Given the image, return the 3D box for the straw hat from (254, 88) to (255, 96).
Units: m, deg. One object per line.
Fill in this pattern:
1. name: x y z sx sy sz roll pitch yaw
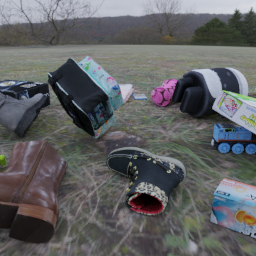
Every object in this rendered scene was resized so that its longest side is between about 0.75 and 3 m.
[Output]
1. straw hat: 6.321 -1.696 12.514 1.172 2.769 2.769 -42 21 7

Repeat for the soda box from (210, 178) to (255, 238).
1. soda box: 2.511 1.538 4.805 2.005 0.638 0.686 12 24 32

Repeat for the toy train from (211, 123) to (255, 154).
1. toy train: 3.080 0.285 7.915 1.389 0.793 0.602 2 21 5

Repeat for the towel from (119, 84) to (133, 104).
1. towel: -1.276 -1.749 13.840 2.816 0.454 2.690 3 21 10

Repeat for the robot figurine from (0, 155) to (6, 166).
1. robot figurine: -3.491 0.799 6.812 0.941 0.620 1.072 -8 22 -20

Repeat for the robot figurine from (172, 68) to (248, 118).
1. robot figurine: 3.214 -1.372 10.949 2.975 2.235 1.856 -10 -6 -24

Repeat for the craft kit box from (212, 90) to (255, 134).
1. craft kit box: 4.290 -0.028 7.406 2.962 0.719 2.926 7 25 -31

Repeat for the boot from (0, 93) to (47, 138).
1. boot: -3.972 -0.899 9.574 1.904 1.010 2.893 28 16 -14

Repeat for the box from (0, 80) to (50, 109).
1. box: -4.872 -1.307 11.800 2.404 1.035 1.969 9 22 22

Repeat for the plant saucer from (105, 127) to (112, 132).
1. plant saucer: -1.091 -0.096 9.811 1.031 0.189 1.031 1 21 0

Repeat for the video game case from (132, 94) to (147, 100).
1. video game case: 0.572 -1.534 13.791 0.593 0.074 0.828 -3 21 -7

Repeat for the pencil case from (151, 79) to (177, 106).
1. pencil case: 1.797 -1.695 13.041 1.006 0.974 2.147 38 29 8

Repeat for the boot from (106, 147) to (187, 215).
1. boot: 0.158 1.064 6.011 1.941 0.701 1.466 9 25 23

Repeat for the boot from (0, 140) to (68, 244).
1. boot: -2.450 0.776 5.538 2.605 0.898 2.796 31 16 -19

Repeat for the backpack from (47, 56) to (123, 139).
1. backpack: -1.170 -0.838 8.385 1.698 2.255 2.002 -36 63 -18
